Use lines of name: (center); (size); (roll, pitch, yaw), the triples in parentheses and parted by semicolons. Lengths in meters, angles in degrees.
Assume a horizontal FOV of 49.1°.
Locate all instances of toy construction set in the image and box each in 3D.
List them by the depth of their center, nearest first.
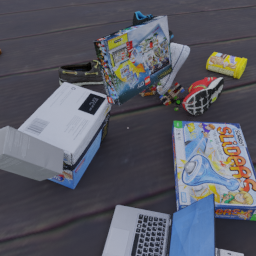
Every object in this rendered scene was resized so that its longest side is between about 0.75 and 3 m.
toy construction set: (1.403, -1.199, 9.946); (1.085, 0.905, 0.834); (24, 0, 2)

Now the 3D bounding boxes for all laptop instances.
laptop: (0.536, 2.290, 5.648); (2.152, 1.247, 2.015); (8, 42, 9)

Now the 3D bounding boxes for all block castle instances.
block castle: (0.654, -1.616, 10.540); (0.607, 0.426, 0.908); (-10, 44, -10)

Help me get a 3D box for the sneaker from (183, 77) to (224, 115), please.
sneaker: (2.508, -1.177, 9.912); (0.986, 0.894, 2.321); (20, 38, 37)

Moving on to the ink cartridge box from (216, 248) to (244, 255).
ink cartridge box: (1.876, 2.835, 5.696); (0.868, 0.366, 0.634); (8, 43, 9)

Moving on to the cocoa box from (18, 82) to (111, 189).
cocoa box: (-1.619, 0.147, 7.675); (1.557, 1.532, 2.335); (19, 46, 9)

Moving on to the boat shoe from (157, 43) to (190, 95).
boat shoe: (1.358, -2.067, 9.700); (0.721, 2.159, 0.794); (23, 47, -4)

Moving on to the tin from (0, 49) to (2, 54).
tin: (-6.107, -3.314, 12.586); (0.556, 0.208, 0.992); (13, 44, 7)

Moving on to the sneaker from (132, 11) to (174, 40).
sneaker: (1.154, -4.990, 13.822); (2.436, 0.998, 0.892); (28, 49, 27)

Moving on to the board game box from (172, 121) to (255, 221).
board game box: (2.277, 0.990, 7.604); (2.015, 0.513, 2.977); (2, 42, 3)

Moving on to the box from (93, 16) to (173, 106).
box: (0.272, -1.879, 7.569); (0.459, 1.665, 2.437); (18, 41, 40)

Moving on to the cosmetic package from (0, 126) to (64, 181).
cosmetic package: (-2.082, 0.574, 5.698); (0.772, 1.446, 0.652); (-19, 60, 28)

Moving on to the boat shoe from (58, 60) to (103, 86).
boat shoe: (-1.435, -2.199, 10.927); (2.516, 0.758, 0.897); (-13, 44, -14)

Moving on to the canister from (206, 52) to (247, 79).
canister: (4.040, -2.608, 11.519); (1.377, 0.596, 1.023); (22, 47, 24)
